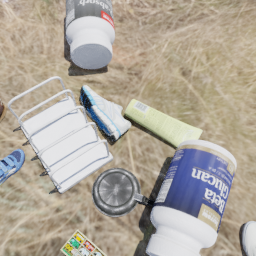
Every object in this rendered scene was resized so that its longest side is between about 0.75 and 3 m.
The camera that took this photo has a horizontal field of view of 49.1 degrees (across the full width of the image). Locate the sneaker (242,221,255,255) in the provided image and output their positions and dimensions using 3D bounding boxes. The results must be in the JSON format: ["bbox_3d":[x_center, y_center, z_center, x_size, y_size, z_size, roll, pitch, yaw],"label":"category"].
[{"bbox_3d":[3.299,3.220,6.795,0.682,0.662,1.869,-4,65,-2],"label":"sneaker"}]

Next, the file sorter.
[{"bbox_3d":[-1.867,0.107,7.746,1.766,1.584,2.544,-32,69,-14],"label":"file sorter"}]

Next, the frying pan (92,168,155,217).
[{"bbox_3d":[0.012,1.981,7.579,2.281,0.371,1.380,37,70,19],"label":"frying pan"}]

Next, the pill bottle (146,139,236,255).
[{"bbox_3d":[1.514,1.864,6.835,1.601,1.601,2.882,22,64,10],"label":"pill bottle"}]

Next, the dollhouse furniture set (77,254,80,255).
[{"bbox_3d":[-1.075,3.616,6.643,1.011,0.448,0.524,44,86,11],"label":"dollhouse furniture set"}]

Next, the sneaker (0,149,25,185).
[{"bbox_3d":[-3.465,1.110,7.842,0.503,0.560,1.362,33,68,17],"label":"sneaker"}]

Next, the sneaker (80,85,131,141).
[{"bbox_3d":[-0.691,-0.568,8.620,0.897,0.776,2.070,-30,72,-26],"label":"sneaker"}]

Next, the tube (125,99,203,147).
[{"bbox_3d":[1.011,-0.085,8.445,2.307,0.669,0.599,28,31,9],"label":"tube"}]

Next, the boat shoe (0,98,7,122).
[{"bbox_3d":[-4.745,0.173,8.023,1.050,1.049,2.983,21,68,9],"label":"boat shoe"}]

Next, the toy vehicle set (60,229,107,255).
[{"bbox_3d":[-1.121,3.172,7.111,1.022,0.135,0.635,35,70,15],"label":"toy vehicle set"}]

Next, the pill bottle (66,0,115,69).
[{"bbox_3d":[-1.268,-3.483,9.399,1.614,1.614,2.785,-5,66,-3],"label":"pill bottle"}]
